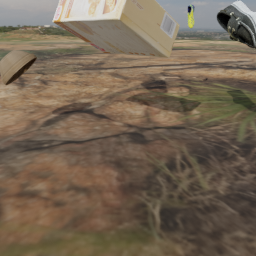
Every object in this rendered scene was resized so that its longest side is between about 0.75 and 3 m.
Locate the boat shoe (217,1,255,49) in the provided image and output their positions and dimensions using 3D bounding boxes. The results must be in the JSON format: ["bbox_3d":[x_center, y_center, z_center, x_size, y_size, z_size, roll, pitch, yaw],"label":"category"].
[{"bbox_3d":[2.834,-2.504,7.024,0.693,0.840,2.447,-19,34,15],"label":"boat shoe"}]

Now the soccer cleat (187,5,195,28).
[{"bbox_3d":[2.280,-4.102,10.316,0.266,0.822,0.344,16,29,40],"label":"soccer cleat"}]

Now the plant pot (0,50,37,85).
[{"bbox_3d":[-3.023,-1.693,7.463,1.123,0.518,1.123,-40,16,13],"label":"plant pot"}]

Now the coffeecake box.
[{"bbox_3d":[-0.314,-2.505,6.712,2.401,0.877,1.843,18,-1,42],"label":"coffeecake box"}]
